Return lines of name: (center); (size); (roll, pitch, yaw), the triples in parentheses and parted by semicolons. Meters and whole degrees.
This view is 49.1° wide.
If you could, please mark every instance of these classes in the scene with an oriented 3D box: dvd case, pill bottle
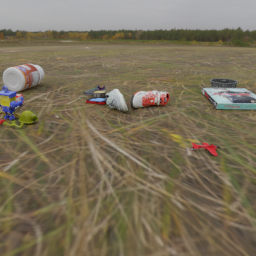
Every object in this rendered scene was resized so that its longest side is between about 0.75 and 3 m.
dvd case: (4.658, -1.366, 12.578); (2.120, 0.320, 2.904); (1, 19, 2)
pill bottle: (-5.481, -2.752, 14.977); (1.251, 1.251, 2.230); (5, 21, 13)

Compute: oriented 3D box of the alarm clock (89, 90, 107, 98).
alarm clock: (-1.420, -1.580, 13.163); (0.930, 0.310, 0.627); (-7, 22, -24)

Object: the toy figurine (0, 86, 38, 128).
toy figurine: (-4.175, -0.832, 9.701); (2.044, 1.224, 1.078); (9, 19, 25)

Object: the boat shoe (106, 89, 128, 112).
boat shoe: (-0.516, -1.051, 11.410); (0.706, 0.692, 1.983); (-23, 25, -4)

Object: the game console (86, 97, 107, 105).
game console: (-1.309, -1.230, 12.451); (0.955, 0.148, 0.845); (8, 22, 20)

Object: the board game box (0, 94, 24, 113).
board game box: (-5.462, -1.018, 11.443); (1.873, 0.434, 1.419); (0, 20, 1)

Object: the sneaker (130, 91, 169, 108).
sneaker: (0.987, -1.204, 11.673); (1.008, 0.628, 1.881); (12, 20, 35)

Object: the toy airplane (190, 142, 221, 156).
toy airplane: (2.107, 0.522, 7.686); (0.873, 0.161, 0.873); (0, 19, 0)

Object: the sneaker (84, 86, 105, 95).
sneaker: (-1.614, -1.859, 13.685); (1.069, 0.468, 0.398); (1, 20, 0)

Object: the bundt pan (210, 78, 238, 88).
bundt pan: (4.947, -2.207, 14.555); (1.394, 0.523, 1.394); (1, 20, 0)
